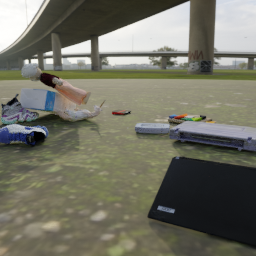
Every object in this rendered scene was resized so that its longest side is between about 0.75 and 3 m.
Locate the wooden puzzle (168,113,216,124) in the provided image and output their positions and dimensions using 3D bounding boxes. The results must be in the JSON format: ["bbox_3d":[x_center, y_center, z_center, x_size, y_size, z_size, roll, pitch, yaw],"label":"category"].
[{"bbox_3d":[2.629,-0.378,11.760,2.325,0.272,1.569,10,16,39],"label":"wooden puzzle"}]

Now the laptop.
[{"bbox_3d":[1.742,1.218,4.985,1.997,1.164,2.253,7,-11,27],"label":"laptop"}]

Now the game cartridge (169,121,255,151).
[{"bbox_3d":[2.809,0.205,8.824,2.580,0.495,1.673,8,11,31],"label":"game cartridge"}]

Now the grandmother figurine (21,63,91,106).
[{"bbox_3d":[-3.084,-1.892,12.026,2.968,0.899,1.800,24,-12,-17],"label":"grandmother figurine"}]

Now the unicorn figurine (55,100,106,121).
[{"bbox_3d":[-2.058,-0.647,12.287,1.955,0.722,1.343,-29,29,-33],"label":"unicorn figurine"}]

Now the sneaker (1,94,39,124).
[{"bbox_3d":[-4.501,-0.856,11.758,0.661,1.189,1.700,8,15,33],"label":"sneaker"}]

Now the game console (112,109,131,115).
[{"bbox_3d":[-0.330,-0.778,13.931,0.740,0.130,0.837,10,16,24],"label":"game console"}]

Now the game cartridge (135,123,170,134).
[{"bbox_3d":[0.882,0.008,10.148,1.228,0.255,0.818,2,17,9],"label":"game cartridge"}]

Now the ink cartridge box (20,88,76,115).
[{"bbox_3d":[-3.463,-1.148,13.000,1.522,0.876,2.627,6,-1,26],"label":"ink cartridge box"}]

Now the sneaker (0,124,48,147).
[{"bbox_3d":[-3.107,0.217,8.381,1.437,0.581,0.830,-3,11,-19],"label":"sneaker"}]
